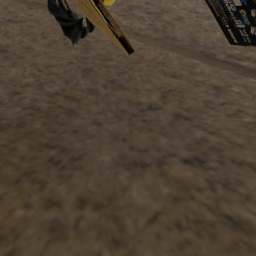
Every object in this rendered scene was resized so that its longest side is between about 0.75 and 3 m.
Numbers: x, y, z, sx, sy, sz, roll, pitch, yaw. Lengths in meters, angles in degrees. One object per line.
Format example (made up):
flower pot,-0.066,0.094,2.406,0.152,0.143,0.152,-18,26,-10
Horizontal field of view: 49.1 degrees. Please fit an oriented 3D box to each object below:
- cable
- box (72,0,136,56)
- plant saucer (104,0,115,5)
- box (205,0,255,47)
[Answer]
cable,-1.482,-3.669,7.146,0.699,2.244,2.750,-13,77,-32
box,-0.731,-2.337,5.445,0.211,1.618,1.979,-42,45,3
plant saucer,-1.150,-5.161,8.744,0.590,2.433,2.434,-51,15,-19
box,2.749,-2.593,5.246,2.821,2.842,0.706,24,80,49
